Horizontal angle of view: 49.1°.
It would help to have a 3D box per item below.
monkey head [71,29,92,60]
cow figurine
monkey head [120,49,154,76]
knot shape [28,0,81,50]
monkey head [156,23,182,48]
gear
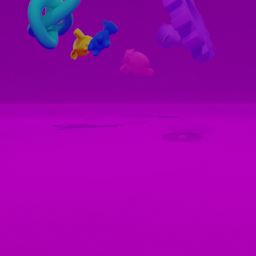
[{"bbox_3d":[-1.772,-3.149,10.405,0.781,1.296,0.932,-19,-52,40],"label":"monkey head"},{"bbox_3d":[-0.700,-2.495,7.706,0.925,0.910,0.508,-32,-55,29],"label":"cow figurine"},{"bbox_3d":[0.192,-2.065,9.224,1.333,0.959,0.803,19,34,-39],"label":"monkey head"},{"bbox_3d":[-1.922,-2.744,6.984,0.893,1.932,1.808,30,41,-14],"label":"knot shape"},{"bbox_3d":[1.828,-4.120,11.967,1.158,1.383,1.922,10,39,-5],"label":"monkey head"},{"bbox_3d":[1.081,-1.883,4.951,0.275,1.487,1.487,-25,-7,29],"label":"gear"}]
